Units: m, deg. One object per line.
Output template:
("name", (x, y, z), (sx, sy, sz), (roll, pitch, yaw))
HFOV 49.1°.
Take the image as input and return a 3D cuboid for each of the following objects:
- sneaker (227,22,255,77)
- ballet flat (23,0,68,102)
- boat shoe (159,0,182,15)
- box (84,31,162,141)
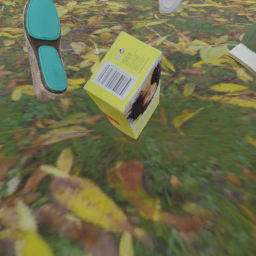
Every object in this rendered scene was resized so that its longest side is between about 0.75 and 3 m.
("sneaker", (2.885, -1.477, 4.998), (2.849, 1.279, 0.955), (-6, 46, -49))
("ballet flat", (-1.650, -1.476, 5.313), (0.738, 0.729, 2.168), (2, 69, -35))
("boat shoe", (1.255, -4.024, 7.415), (0.683, 1.926, 0.672), (22, 20, 9))
("box", (0.040, -0.361, 3.511), (0.484, 1.931, 0.727), (32, 86, 9))
